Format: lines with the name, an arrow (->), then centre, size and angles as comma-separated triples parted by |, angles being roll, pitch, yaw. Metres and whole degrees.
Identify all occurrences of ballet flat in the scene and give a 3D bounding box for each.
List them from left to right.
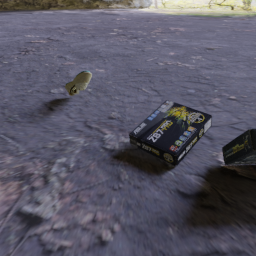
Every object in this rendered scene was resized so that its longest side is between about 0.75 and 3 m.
ballet flat -> -1.528, -1.328, 8.733 | 0.506, 0.506, 1.456 | -21, 2, -35

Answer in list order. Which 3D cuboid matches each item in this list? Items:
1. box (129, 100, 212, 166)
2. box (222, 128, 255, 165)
box -> 0.990, 0.046, 6.394 | 1.258, 0.383, 1.560 | 24, 50, 35
box -> 2.846, 0.359, 5.280 | 1.703, 0.434, 1.343 | -3, -17, -2
